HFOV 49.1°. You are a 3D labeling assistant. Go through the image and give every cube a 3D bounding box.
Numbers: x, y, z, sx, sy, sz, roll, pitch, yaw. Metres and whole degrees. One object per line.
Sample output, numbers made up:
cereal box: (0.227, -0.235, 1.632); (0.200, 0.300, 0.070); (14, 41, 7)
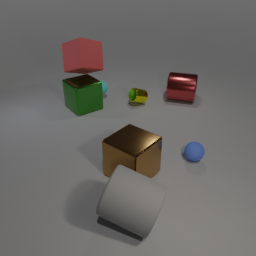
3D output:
cube: (-2.193, -3.456, 13.615); (1.400, 1.400, 1.400); (-1, 4, 40)
cube: (0.138, 0.921, 9.144); (1.400, 1.400, 1.400); (23, 38, 33)
cube: (-2.147, -1.608, 13.386); (1.400, 1.400, 1.400); (-21, 36, -31)

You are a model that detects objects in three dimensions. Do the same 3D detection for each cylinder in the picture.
cylinder: (2.731, -2.066, 14.141); (1.400, 1.400, 1.400); (9, 32, 14)
cylinder: (0.106, 1.852, 7.174); (1.400, 1.400, 1.400); (24, 35, 7)
cylinder: (0.498, -1.588, 13.787); (0.700, 0.700, 0.700); (5, 23, -37)

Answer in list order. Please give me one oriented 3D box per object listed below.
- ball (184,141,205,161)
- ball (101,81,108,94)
ball: (2.344, 0.826, 9.892); (0.700, 0.700, 0.700); (0, 31, 0)
ball: (-1.383, -2.069, 14.322); (0.700, 0.700, 0.700); (0, 31, 0)
